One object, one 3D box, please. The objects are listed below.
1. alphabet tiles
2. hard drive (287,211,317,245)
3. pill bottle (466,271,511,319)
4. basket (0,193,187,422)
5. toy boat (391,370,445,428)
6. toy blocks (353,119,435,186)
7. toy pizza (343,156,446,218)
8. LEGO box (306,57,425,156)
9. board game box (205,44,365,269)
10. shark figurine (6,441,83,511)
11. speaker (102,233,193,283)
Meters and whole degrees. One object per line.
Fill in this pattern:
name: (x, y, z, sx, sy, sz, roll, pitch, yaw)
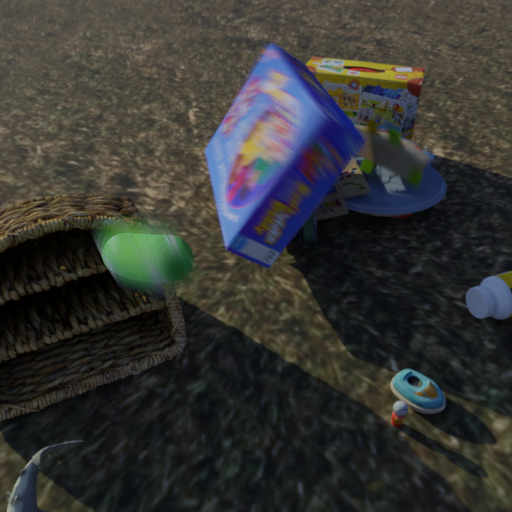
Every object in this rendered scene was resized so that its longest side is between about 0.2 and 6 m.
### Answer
alphabet tiles: (0.781, -1.652, 12.135, 2.879, 0.110, 3.459, -12, 36, 3)
hard drive: (0.652, -0.526, 10.508, 0.961, 0.182, 0.671, -4, 61, 15)
pill bottle: (4.138, 0.634, 9.188, 1.274, 0.714, 0.714, -13, 40, -16)
basket: (-2.780, 0.509, 8.158, 3.037, 2.167, 2.262, -16, 40, -19)
toy boat: (2.160, 1.956, 7.708, 0.786, 0.434, 0.935, 29, 46, 31)
toy blocks: (2.921, -2.234, 11.940, 2.035, 1.017, 1.391, 35, 29, 27)
toy pizza: (2.665, -1.474, 12.077, 2.725, 0.432, 2.725, -2, 33, 1)
LEGO box: (2.488, -3.510, 13.474, 2.699, 2.010, 1.042, 11, 39, 15)
board game box: (0.262, -2.072, 10.563, 0.914, 2.744, 4.081, 24, 27, -25)
shark figurine: (-2.476, 2.823, 6.351, 0.668, 1.601, 0.956, 19, -13, -40)
speaker: (-1.374, 0.011, 6.948, 1.346, 0.595, 0.595, 5, 31, 47)
